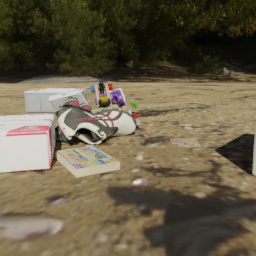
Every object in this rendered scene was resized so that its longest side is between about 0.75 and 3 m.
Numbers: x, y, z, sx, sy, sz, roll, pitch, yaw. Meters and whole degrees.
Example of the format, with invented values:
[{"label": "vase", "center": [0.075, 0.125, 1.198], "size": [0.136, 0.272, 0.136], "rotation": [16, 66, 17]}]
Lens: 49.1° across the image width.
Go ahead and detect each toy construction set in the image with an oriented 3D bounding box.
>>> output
[{"label": "toy construction set", "center": [-0.477, -0.437, 9.167], "size": [2.016, 1.681, 1.549], "rotation": [11, 25, -19]}]

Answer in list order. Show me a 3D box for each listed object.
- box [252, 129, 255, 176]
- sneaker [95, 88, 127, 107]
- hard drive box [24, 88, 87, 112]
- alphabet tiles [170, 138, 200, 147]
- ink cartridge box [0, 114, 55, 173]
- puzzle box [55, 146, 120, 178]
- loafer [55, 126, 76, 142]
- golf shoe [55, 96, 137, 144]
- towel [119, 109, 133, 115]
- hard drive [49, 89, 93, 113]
[{"label": "box", "center": [3.493, 0.200, 5.795], "size": [0.996, 1.217, 2.562], "rotation": [9, 13, 39]}, {"label": "sneaker", "center": [-0.980, -1.518, 15.552], "size": [1.106, 1.069, 2.652], "rotation": [-25, 14, -29]}, {"label": "hard drive box", "center": [-3.541, -1.425, 14.190], "size": [2.693, 1.034, 2.099], "rotation": [0, 12, -2]}, {"label": "alphabet tiles", "center": [1.563, 0.401, 7.709], "size": [0.740, 0.033, 0.885], "rotation": [1, 11, 3]}, {"label": "ink cartridge box", "center": [-2.444, 0.258, 6.285], "size": [1.508, 0.878, 2.071], "rotation": [-3, 13, -11]}, {"label": "puzzle box", "center": [-0.906, 0.675, 5.975], "size": [0.940, 0.180, 1.412], "rotation": [-7, 14, -30]}, {"label": "loafer", "center": [-1.731, -0.058, 8.467], "size": [0.611, 0.698, 1.943], "rotation": [-4, 12, 13]}, {"label": "golf shoe", "center": [-0.785, 0.017, 7.828], "size": [2.562, 0.989, 1.129], "rotation": [10, 47, -36]}, {"label": "towel", "center": [-0.972, -0.561, 11.861], "size": [1.706, 0.276, 2.323], "rotation": [5, 12, 25]}, {"label": "hard drive", "center": [-1.934, -0.718, 9.826], "size": [1.064, 0.215, 1.614], "rotation": [-13, -29, 5]}]
